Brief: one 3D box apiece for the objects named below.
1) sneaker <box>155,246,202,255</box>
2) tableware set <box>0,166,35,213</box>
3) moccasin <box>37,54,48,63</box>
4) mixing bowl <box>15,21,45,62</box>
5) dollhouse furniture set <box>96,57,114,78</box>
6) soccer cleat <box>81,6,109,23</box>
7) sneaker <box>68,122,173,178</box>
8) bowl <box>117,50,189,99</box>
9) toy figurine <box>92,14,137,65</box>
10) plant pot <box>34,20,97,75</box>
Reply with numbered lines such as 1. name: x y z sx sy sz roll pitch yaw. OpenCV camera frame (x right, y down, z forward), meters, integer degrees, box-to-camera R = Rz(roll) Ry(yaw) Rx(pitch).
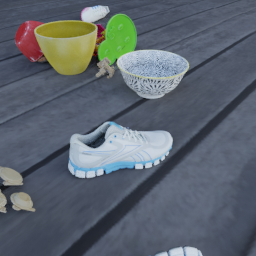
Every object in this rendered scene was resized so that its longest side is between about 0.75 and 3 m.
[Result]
1. sneaker: -0.090 2.489 3.552 2.865 1.074 1.242 -10 42 -14
2. tableware set: -2.460 1.155 5.434 1.173 0.163 1.404 23 14 -49
3. moccasin: -3.688 -3.207 11.757 0.603 0.636 1.649 -16 39 -21
4. mixing bowl: -3.929 -3.657 11.320 0.921 1.701 1.701 25 14 -43
5. dollhouse furniture set: -0.880 -2.157 10.542 0.468 0.548 1.058 -33 28 24
6. soccer cleat: -1.890 -6.739 16.376 1.040 0.841 2.408 -4 30 25
7. sneaker: -0.107 0.338 6.442 2.587 1.121 0.970 -12 36 -19
8. bowl: 0.788 -1.667 9.232 2.290 1.075 2.290 0 35 0
9. toy figurine: -1.179 -3.700 12.100 2.198 1.793 2.388 15 61 41
10. plant pot: -2.241 -2.958 10.594 2.242 1.591 2.242 0 35 0
